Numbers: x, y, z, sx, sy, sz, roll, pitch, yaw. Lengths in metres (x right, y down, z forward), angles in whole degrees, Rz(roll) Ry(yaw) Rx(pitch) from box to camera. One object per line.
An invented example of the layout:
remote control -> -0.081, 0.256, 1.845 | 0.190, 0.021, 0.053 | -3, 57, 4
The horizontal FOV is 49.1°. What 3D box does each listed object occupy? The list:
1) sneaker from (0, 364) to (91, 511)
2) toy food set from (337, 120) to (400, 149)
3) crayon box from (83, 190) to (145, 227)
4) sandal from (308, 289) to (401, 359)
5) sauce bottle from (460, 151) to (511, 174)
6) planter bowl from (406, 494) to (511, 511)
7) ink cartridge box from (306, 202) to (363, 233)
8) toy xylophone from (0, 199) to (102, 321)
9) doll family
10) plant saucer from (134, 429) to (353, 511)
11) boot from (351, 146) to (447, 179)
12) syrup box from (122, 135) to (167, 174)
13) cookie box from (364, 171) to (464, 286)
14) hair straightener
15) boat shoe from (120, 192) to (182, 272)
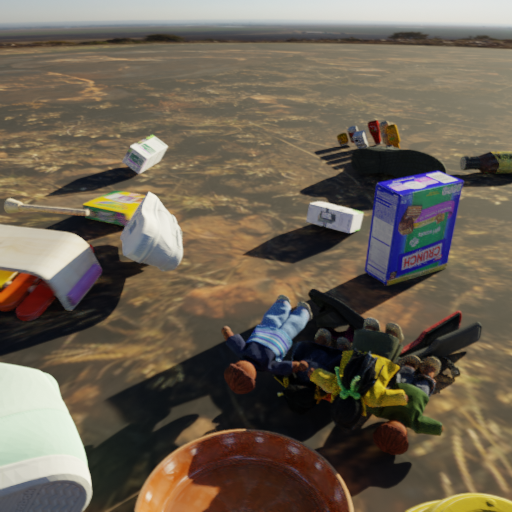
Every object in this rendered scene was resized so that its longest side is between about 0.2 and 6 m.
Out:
sneaker -> -3.248, 1.890, 5.148 | 3.083, 1.135, 1.819 | -2, 30, -27
toy food set -> 3.439, -3.490, 16.879 | 1.844, 0.830, 0.880 | -7, 35, 28
crayon box -> -2.883, -1.030, 11.988 | 1.204, 0.351, 1.039 | 12, 27, 25
sandal -> 1.167, 0.948, 7.634 | 0.457, 0.718, 1.910 | -48, 29, -4
sauce bottle -> 6.292, -2.440, 14.653 | 1.811, 0.598, 0.598 | -2, 26, -4
planter bowl -> 1.792, 2.499, 4.285 | 2.045, 0.852, 2.045 | 1, 26, 0
ink cartridge box -> 1.575, -0.781, 11.234 | 0.945, 0.397, 0.688 | 17, 15, 25
toy xylophone -> -3.929, -0.040, 9.282 | 2.965, 0.745, 2.171 | 12, 39, 21
doll family -> 0.810, 1.349, 6.480 | 2.659, 1.043, 1.537 | 9, 40, 30
plant saucer -> -0.113, 2.392, 5.108 | 1.971, 0.318, 1.971 | 0, 25, 0
boot -> 3.881, -2.486, 14.529 | 2.554, 0.865, 1.668 | 19, 26, 31
syrup box -> -2.934, -2.699, 14.853 | 0.535, 0.553, 1.359 | 36, 28, -1
cookie box -> 2.633, -0.466, 9.402 | 1.408, 1.646, 0.618 | -14, 32, -26
hair straightener -> 2.276, 1.284, 7.250 | 1.952, 0.399, 0.751 | -17, 30, -30
boat shoe -> -1.758, -0.419, 9.944 | 0.933, 0.980, 2.722 | 33, 3, -20
